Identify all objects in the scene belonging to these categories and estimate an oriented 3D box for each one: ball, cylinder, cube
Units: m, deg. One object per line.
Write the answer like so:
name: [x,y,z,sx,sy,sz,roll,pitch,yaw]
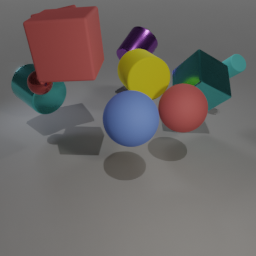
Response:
ball: [0.072,-0.230,6.968,1.400,1.400,1.400,0,29,0]
cylinder: [0.482,-1.766,9.169,1.400,1.400,1.400,-8,27,-13]
cylinder: [3.933,-2.320,10.547,0.700,0.700,0.700,-13,-7,-23]
cube: [2.503,-1.542,9.685,1.400,1.400,1.400,21,57,-25]
ball: [1.572,-0.568,8.053,1.400,1.400,1.400,0,29,0]
cube: [-2.143,-2.820,8.993,1.400,1.400,1.400,-21,-2,-15]
ball: [-2.495,-1.293,7.956,0.700,0.700,0.700,0,29,0]
cube: [-1.436,-2.034,6.761,1.400,1.400,1.400,-1,33,6]
cylinder: [-3.161,-1.394,9.968,1.400,1.400,1.400,32,42,31]
cylinder: [0.414,-3.576,12.654,1.400,1.400,1.400,23,73,35]
